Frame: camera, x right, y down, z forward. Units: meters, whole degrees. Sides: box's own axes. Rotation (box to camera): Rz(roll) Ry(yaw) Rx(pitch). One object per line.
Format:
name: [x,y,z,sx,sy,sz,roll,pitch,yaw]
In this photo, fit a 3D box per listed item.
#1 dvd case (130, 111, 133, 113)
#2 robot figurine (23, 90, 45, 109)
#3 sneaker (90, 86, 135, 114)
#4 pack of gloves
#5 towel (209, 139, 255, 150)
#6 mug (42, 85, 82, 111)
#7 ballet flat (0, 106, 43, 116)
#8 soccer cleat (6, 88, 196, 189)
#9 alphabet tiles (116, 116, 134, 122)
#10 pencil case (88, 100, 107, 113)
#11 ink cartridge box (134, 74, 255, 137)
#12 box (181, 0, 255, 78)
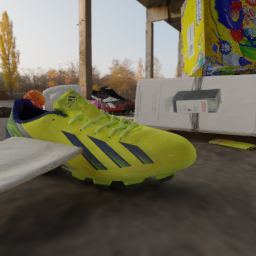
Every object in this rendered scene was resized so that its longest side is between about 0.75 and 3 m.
dvd case: [-0.260,-0.853,15.036,0.640,0.096,0.876,-7,10,-44]
robot figurine: [-2.338,-0.559,6.739,0.496,0.851,0.612,41,1,20]
sneaker: [-0.848,-1.424,14.342,2.912,1.423,1.029,6,7,33]
pack of gloves: [-2.086,0.619,2.223,2.366,0.556,2.817,9,16,19]
towel: [2.043,0.327,5.523,0.359,0.075,0.833,-12,13,-36]
mug: [-2.306,-1.021,9.823,1.265,1.065,1.443,-6,-7,-24]
ballet flat: [-5.221,-0.908,13.262,0.910,0.626,2.700,7,10,44]
soccer cleat: [-0.495,0.055,3.428,2.609,1.091,0.843,3,8,26]
alphabet tiles: [-1.234,-0.208,9.182,2.873,0.210,2.810,-4,8,-29]
pencil case: [-1.842,-0.955,13.072,1.895,0.785,0.820,7,19,41]
ink cartridge box: [1.929,-0.493,6.718,2.930,1.242,2.134,7,4,38]
box: [2.782,-2.427,7.500,2.352,2.442,1.490,3,-12,-11]
